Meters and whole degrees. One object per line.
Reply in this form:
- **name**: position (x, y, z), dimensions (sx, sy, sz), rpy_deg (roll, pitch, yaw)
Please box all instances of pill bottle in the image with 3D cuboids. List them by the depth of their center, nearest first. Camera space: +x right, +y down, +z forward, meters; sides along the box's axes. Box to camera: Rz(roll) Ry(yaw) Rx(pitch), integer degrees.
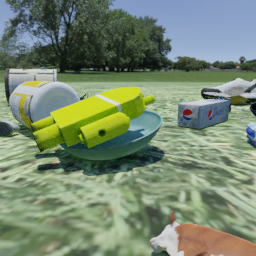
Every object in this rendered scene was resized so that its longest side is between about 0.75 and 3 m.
- **pill bottle**: position (-2.124, -0.541, 6.791), dimensions (1.186, 1.186, 2.117), rpy_deg (-9, 14, -38)

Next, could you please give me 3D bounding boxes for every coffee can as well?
- **coffee can**: position (-4.303, -1.883, 12.690), dimensions (2.146, 1.570, 1.570), rpy_deg (-2, 11, -13)

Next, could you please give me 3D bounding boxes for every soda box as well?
- **soda box**: position (2.117, -0.430, 7.721), dimensions (0.653, 0.607, 1.913), rpy_deg (9, 14, 40)

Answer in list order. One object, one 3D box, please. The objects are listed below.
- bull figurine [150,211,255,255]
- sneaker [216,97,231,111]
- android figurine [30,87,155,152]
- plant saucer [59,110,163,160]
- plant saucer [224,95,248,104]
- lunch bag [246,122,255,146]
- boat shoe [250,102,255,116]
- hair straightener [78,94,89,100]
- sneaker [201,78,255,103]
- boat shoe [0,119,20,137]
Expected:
- **bull figurine**: position (0.559, 0.865, 1.743), dimensions (1.075, 0.350, 0.652), rpy_deg (5, 14, 31)
- **sneaker**: position (3.399, -0.927, 10.577), dimensions (0.454, 0.508, 1.241), rpy_deg (-7, 12, -31)
- **android figurine**: position (-0.547, -0.209, 4.604), dimensions (2.020, 0.415, 1.839), rpy_deg (-22, 20, -17)
- **plant saucer**: position (-0.284, 0.119, 4.894), dimensions (1.838, 0.330, 1.838), rpy_deg (-10, 19, 4)
- **plant saucer**: position (4.746, -1.215, 12.300), dimensions (0.761, 0.184, 0.761), rpy_deg (13, -13, -40)
- **lunch bag**: position (2.724, 0.135, 5.379), dimensions (0.763, 0.391, 0.949), rpy_deg (3, 11, 8)
- **boat shoe**: position (4.088, -0.635, 7.029), dimensions (0.744, 0.912, 2.167), rpy_deg (20, -31, -23)
- **hair straightener**: position (-3.318, -1.750, 14.693), dimensions (2.709, 0.554, 1.042), rpy_deg (2, 11, 12)
- **sneaker**: position (4.673, -1.729, 12.861), dimensions (2.645, 1.058, 0.975), rpy_deg (2, -9, 2)
- **boat shoe**: position (-3.083, -0.058, 6.348), dimensions (1.221, 0.450, 0.392), rpy_deg (7, 6, 13)
